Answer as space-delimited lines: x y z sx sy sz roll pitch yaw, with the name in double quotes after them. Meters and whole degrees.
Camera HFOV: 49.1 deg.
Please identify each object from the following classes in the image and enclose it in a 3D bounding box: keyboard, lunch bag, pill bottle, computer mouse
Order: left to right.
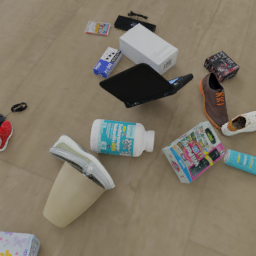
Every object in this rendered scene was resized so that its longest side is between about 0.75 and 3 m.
-4.975 -0.523 11.355 1.885 0.321 0.553 -38 66 -20 "computer mouse"
-3.630 4.122 8.294 1.528 1.145 1.801 3 51 0 "lunch bag"
-0.181 0.383 10.308 2.244 1.243 1.243 5 61 3 "pill bottle"
0.411 -5.281 14.097 2.066 0.213 1.313 20 69 10 "keyboard"

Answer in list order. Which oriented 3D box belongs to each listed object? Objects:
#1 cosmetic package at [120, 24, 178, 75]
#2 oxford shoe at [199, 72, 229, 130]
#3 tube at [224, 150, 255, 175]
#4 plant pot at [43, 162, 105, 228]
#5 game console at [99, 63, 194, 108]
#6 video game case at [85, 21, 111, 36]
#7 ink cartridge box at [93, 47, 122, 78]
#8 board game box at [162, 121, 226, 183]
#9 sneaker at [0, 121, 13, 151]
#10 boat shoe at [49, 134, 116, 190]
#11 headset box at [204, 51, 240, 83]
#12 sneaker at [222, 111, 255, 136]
0.883 -3.502 12.664 1.356 0.975 2.402 -40 67 -20 "cosmetic package"
3.516 -1.104 11.260 0.850 0.866 2.389 -13 73 -12 "oxford shoe"
4.647 1.377 10.223 2.174 0.548 0.842 17 75 5 "tube"
-1.907 2.282 9.182 1.638 1.638 1.749 32 77 17 "plant pot"
0.676 -1.762 10.368 2.272 2.583 1.503 -39 108 -38 "game console"
-1.497 -4.969 13.976 1.125 0.098 0.805 9 61 5 "video game case"
-0.907 -2.984 12.727 0.704 0.331 1.498 23 63 14 "ink cartridge box"
2.379 0.843 9.965 1.922 0.618 1.418 -32 94 -20 "board game box"
-4.819 0.162 10.717 0.508 0.750 1.298 -2 61 -1 "sneaker"
-1.620 1.318 9.955 2.861 1.055 0.918 36 73 23 "boat shoe"
4.203 -2.697 12.467 0.983 0.496 1.323 -29 65 -15 "headset box"
4.590 -0.228 10.639 1.946 0.824 0.708 -21 74 -14 "sneaker"
